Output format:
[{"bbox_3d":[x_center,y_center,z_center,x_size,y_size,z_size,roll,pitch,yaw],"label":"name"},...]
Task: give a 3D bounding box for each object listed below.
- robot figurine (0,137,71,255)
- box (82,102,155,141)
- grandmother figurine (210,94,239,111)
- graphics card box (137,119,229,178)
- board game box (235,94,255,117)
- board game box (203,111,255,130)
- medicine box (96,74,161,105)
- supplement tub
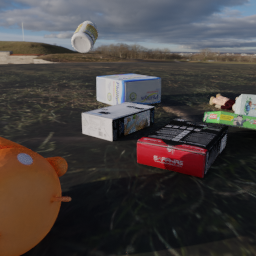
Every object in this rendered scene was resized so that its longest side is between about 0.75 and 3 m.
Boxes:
[{"bbox_3d":[-1.953,0.852,3.992,2.569,1.498,1.848,13,-13,41],"label":"robot figurine"},{"bbox_3d":[-0.263,-0.287,9.298,1.329,0.685,2.279,13,20,37],"label":"box"},{"bbox_3d":[4.443,-1.060,12.298,1.147,0.573,1.892,-31,24,-4],"label":"grandmother figurine"},{"bbox_3d":[1.487,0.375,7.103,1.593,0.646,2.540,9,19,27],"label":"graphics card box"},{"bbox_3d":[4.983,-0.590,9.411,2.476,0.796,1.826,5,2,17],"label":"board game box"},{"bbox_3d":[3.585,-0.133,8.139,2.372,0.345,1.596,9,1,0],"label":"board game box"},{"bbox_3d":[0.009,-1.876,13.694,2.229,1.260,2.447,-12,20,-35],"label":"medicine box"},{"bbox_3d":[-1.524,-3.314,10.130,0.786,0.786,1.089,3,47,11],"label":"supplement tub"}]
